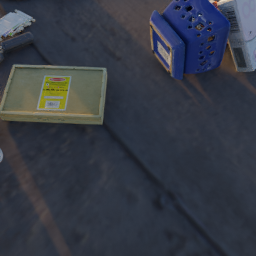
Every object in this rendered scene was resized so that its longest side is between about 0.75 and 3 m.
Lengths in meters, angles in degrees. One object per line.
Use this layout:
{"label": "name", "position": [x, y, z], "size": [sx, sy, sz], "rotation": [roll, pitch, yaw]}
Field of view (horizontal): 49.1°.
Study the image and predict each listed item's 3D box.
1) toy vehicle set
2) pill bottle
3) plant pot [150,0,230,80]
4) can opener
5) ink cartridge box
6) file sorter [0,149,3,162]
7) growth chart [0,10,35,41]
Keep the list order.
{"label": "toy vehicle set", "position": [-2.043, -0.984, 7.955], "size": [2.791, 0.370, 1.734], "rotation": [3, 60, 2]}
{"label": "pill bottle", "position": [2.841, -3.508, 9.067], "size": [1.734, 0.950, 0.950], "rotation": [36, 66, 18]}
{"label": "plant pot", "position": [1.646, -2.577, 8.115], "size": [1.614, 1.796, 1.796], "rotation": [-27, 64, -6]}
{"label": "can opener", "position": [-3.744, -2.429, 8.833], "size": [1.741, 0.464, 0.582], "rotation": [-28, 97, -16]}
{"label": "ink cartridge box", "position": [3.899, -3.341, 8.323], "size": [2.719, 2.210, 0.776], "rotation": [-41, 31, -19]}
{"label": "file sorter", "position": [-3.142, 0.728, 3.867], "size": [1.578, 1.416, 2.274], "rotation": [-25, 21, 17]}
{"label": "growth chart", "position": [-4.019, -3.509, 9.537], "size": [1.089, 0.133, 1.505], "rotation": [40, 67, 19]}
